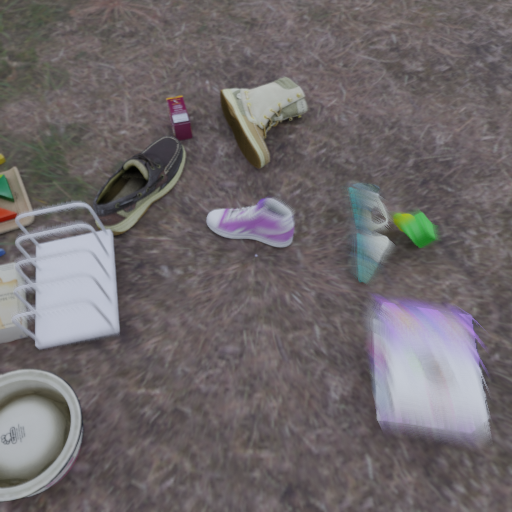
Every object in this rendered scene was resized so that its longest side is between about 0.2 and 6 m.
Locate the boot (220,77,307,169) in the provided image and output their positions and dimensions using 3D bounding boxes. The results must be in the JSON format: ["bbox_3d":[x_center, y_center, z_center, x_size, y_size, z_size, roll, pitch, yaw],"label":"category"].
[{"bbox_3d":[0.366,-3.231,13.213,1.899,0.885,2.455,-17,57,-12],"label":"boot"}]

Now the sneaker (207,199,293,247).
[{"bbox_3d":[-0.135,-0.861,11.504,1.871,1.067,0.678,10,54,10],"label":"sneaker"}]

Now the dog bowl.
[{"bbox_3d":[-3.824,2.974,9.196,2.103,0.775,2.103,0,57,0],"label":"dog bowl"}]

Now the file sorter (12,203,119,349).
[{"bbox_3d":[-3.562,0.312,10.385,1.545,1.387,2.227,-12,61,-1],"label":"file sorter"}]

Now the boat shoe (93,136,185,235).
[{"bbox_3d":[-2.472,-1.701,12.156,1.050,0.929,2.868,22,59,14],"label":"boat shoe"}]

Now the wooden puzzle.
[{"bbox_3d":[-5.926,-1.106,12.127,1.996,0.346,2.958,-29,62,-18],"label":"wooden puzzle"}]

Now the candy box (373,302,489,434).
[{"bbox_3d":[2.872,1.863,9.469,1.624,0.692,1.936,9,52,-3],"label":"candy box"}]

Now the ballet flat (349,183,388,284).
[{"bbox_3d":[2.292,-0.488,11.173,0.770,0.770,2.074,-4,80,-3],"label":"ballet flat"}]

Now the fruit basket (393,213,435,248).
[{"bbox_3d":[3.210,-0.634,11.469,0.622,0.862,0.862,-32,56,19],"label":"fruit basket"}]

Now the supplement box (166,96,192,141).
[{"bbox_3d":[-1.847,-3.302,13.444,0.415,0.535,0.969,-13,58,-9],"label":"supplement box"}]

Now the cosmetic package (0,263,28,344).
[{"bbox_3d":[-4.837,0.910,10.699,0.760,0.513,1.444,-14,58,-9],"label":"cosmetic package"}]
